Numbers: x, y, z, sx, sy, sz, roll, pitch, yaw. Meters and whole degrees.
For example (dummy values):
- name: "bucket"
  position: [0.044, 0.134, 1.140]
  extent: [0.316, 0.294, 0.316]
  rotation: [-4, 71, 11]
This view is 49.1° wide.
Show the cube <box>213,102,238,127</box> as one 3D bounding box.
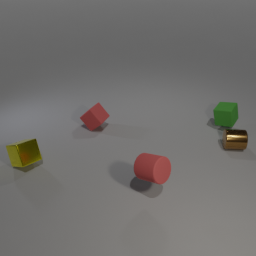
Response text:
- name: "cube"
  position: [3.782, -0.534, 10.799]
  extent: [0.700, 0.700, 0.700]
  rotation: [8, 36, 38]

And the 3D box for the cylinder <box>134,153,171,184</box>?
- name: "cylinder"
  position: [0.624, 1.026, 7.165]
  extent: [0.700, 0.700, 0.700]
  rotation: [-26, 22, -39]

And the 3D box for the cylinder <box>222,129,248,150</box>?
- name: "cylinder"
  position: [3.691, 0.394, 9.690]
  extent: [0.700, 0.700, 0.700]
  rotation: [2, 29, 7]

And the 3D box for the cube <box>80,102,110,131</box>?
- name: "cube"
  position: [-1.290, -0.436, 10.904]
  extent: [0.700, 0.700, 0.700]
  rotation: [-32, 12, 37]

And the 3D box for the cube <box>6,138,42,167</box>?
- name: "cube"
  position: [-3.248, 0.769, 8.749]
  extent: [0.700, 0.700, 0.700]
  rotation: [-5, 13, 41]
